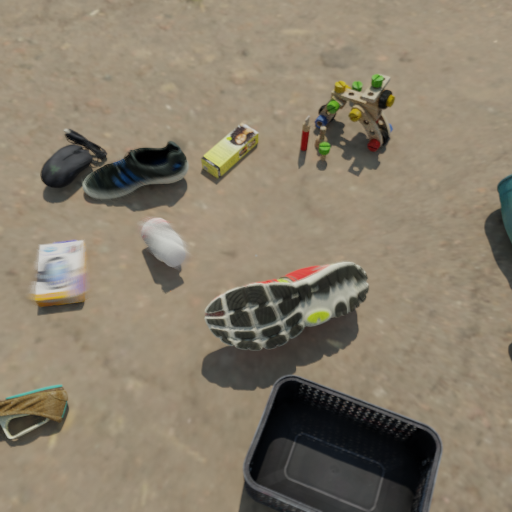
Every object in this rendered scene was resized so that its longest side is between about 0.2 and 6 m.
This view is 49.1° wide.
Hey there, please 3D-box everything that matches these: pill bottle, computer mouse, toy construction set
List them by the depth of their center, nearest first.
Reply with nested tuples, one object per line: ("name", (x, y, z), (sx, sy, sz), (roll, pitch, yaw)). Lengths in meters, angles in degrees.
("pill bottle", (-1.805, -0.251, 11.008), (0.595, 0.595, 1.074), (-28, 43, -16))
("computer mouse", (-4.071, -2.117, 12.160), (1.065, 0.405, 1.538), (33, 58, -1))
("toy construction set", (2.011, -3.262, 12.357), (2.205, 1.695, 1.839), (-29, 63, -15))

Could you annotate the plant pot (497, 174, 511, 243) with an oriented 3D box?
("plant pot", (5.651, -0.690, 10.959), (1.689, 1.689, 1.587), (4, 74, 3))

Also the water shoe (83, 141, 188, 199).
("water shoe", (-2.646, -1.920, 11.907), (2.336, 0.922, 0.835), (-14, 60, 1))

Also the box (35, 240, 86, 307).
("box", (-3.832, 0.265, 11.049), (0.870, 0.303, 1.462), (-7, 59, -5))

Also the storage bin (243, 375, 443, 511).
("storage bin", (1.283, 3.254, 8.742), (2.697, 1.265, 1.824), (18, 61, 12))

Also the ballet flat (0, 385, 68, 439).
("ballet flat", (-4.291, 2.710, 9.480), (2.166, 0.734, 0.783), (-6, 78, -8))

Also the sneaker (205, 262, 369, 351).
("sneaker", (0.516, 0.858, 10.166), (3.062, 1.300, 1.179), (-12, 98, -16))

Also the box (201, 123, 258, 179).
("box", (-0.580, -2.383, 12.613), (0.531, 0.354, 1.411), (35, 66, 19))
